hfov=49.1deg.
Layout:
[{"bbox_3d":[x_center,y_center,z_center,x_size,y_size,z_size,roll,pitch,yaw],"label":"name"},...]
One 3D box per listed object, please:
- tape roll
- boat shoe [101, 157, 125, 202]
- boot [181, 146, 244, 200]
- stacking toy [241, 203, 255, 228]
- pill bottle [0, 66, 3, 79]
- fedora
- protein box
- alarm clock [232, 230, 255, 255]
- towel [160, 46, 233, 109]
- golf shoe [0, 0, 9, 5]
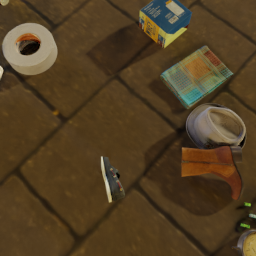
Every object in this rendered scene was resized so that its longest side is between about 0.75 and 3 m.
[{"bbox_3d":[-4.125,-3.346,11.852,2.122,0.701,2.122,0,72,-1],"label":"tape roll"},{"bbox_3d":[-0.480,1.444,8.218,0.507,0.592,1.620,-13,39,-9],"label":"boat shoe"},{"bbox_3d":[3.017,1.659,10.145,2.128,0.729,2.003,-5,102,10],"label":"boot"},{"bbox_3d":[4.632,3.180,9.926,1.135,0.267,0.856,12,72,5],"label":"stacking toy"},{"bbox_3d":[-5.857,-1.303,10.733,1.520,1.520,2.658,13,72,4],"label":"pill bottle"},{"bbox_3d":[3.450,-0.068,10.576,2.084,1.064,2.356,-40,76,-12],"label":"fedora"},{"bbox_3d":[1.579,-4.666,12.088,1.571,1.068,1.583,-41,76,-12],"label":"protein box"},{"bbox_3d":[4.531,4.019,9.459,1.869,0.622,1.260,-28,73,-7],"label":"alarm clock"},{"bbox_3d":[2.859,-2.197,11.699,2.555,0.277,1.874,-35,76,-11],"label":"towel"},{"bbox_3d":[-5.814,-6.082,12.983,0.516,0.415,1.061,-6,65,16],"label":"golf shoe"}]
